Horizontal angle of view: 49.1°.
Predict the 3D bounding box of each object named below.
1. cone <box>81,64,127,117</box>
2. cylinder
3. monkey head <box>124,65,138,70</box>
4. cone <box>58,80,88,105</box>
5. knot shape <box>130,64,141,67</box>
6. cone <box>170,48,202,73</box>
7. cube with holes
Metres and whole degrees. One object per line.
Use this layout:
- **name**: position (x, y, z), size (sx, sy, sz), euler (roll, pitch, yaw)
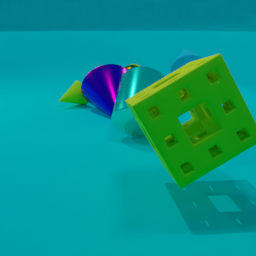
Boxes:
- **cone**: position (-0.419, -0.732, 8.249), size (1.634, 1.634, 1.640), euler (-7, 49, -18)
- **cylinder**: position (0.312, -0.596, 6.638), size (1.224, 1.224, 1.224), euler (4, 58, 11)
- **monkey head**: position (0.190, -1.849, 9.513), size (1.230, 0.741, 0.885), euler (14, 44, 14)
- **cone**: position (-1.891, -1.015, 9.152), size (0.855, 0.852, 0.852), euler (-26, 31, -27)
- **knot shape**: position (0.145, -2.001, 11.433), size (1.022, 1.092, 0.505), euler (-13, 4, 41)
- **cone**: position (1.598, -1.881, 7.612), size (0.941, 0.941, 0.944), euler (1, 51, 2)
- **cube with holes**: position (0.856, -0.150, 4.127), size (1.258, 1.258, 1.258), euler (-31, 10, 0)
